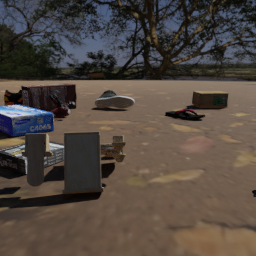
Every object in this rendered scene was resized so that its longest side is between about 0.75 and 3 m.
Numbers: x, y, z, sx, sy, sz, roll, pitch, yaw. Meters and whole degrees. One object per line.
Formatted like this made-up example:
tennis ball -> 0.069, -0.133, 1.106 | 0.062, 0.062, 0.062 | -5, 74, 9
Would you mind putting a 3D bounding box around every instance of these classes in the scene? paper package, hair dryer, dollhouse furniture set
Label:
paper package -> 4.320, -1.519, 14.785 | 1.521, 0.787, 1.450 | 0, 12, -2
hair dryer -> -2.832, -0.936, 11.532 | 1.113, 1.461, 0.397 | 35, 43, -9
dollhouse furniture set -> -0.942, 0.735, 5.379 | 1.704, 0.976, 1.999 | -1, -12, -8

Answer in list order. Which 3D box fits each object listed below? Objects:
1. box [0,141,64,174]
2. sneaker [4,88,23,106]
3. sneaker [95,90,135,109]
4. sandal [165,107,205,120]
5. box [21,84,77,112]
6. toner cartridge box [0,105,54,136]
box -> -2.016, 0.577, 6.042 | 0.994, 0.314, 1.261 | 9, 14, 32
sneaker -> -5.172, -1.536, 14.302 | 2.247, 1.011, 0.786 | -2, 12, -9
sneaker -> -0.585, -1.525, 14.198 | 2.058, 0.728, 1.021 | 0, 38, 19
sandal -> 2.295, -0.648, 11.550 | 0.707, 0.424, 1.882 | -10, 16, -39
box -> -3.748, -1.478, 13.479 | 2.488, 1.246, 0.932 | -10, 16, -41
toner cartridge box -> -3.814, -0.332, 9.588 | 1.358, 0.617, 2.860 | -11, 16, -41
